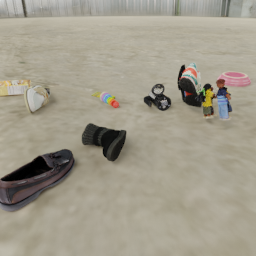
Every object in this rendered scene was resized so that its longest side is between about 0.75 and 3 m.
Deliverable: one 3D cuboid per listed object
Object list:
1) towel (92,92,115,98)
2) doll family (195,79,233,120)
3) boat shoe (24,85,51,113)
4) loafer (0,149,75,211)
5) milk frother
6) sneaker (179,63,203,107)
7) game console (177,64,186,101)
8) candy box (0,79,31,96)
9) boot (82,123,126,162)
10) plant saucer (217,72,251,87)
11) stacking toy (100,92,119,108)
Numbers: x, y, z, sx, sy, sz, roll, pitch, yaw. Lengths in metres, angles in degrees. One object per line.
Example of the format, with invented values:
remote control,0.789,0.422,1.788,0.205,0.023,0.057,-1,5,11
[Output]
towel,-0.923,-1.188,10.496,0.881,0.080,0.379,18,37,31
doll family,2.477,-0.815,7.907,0.738,1.086,1.880,-7,7,-18
boat shoe,-3.052,-1.083,9.530,0.660,0.722,1.931,-9,26,-5
loafer,-1.767,0.864,5.687,0.711,0.623,1.978,13,29,24
milk frother,0.989,-1.136,9.402,0.788,0.873,0.821,5,23,-24
sneaker,2.098,-1.327,8.798,0.611,1.737,0.812,15,71,30
game console,1.895,-1.466,9.612,0.161,1.334,0.787,5,57,21
candy box,-4.547,-1.566,10.865,1.435,0.397,0.829,-6,26,-10
boot,-0.671,0.331,6.841,1.050,0.528,1.404,11,17,7
plant saucer,4.599,-2.148,12.117,1.381,0.350,1.381,0,27,0
stacking toy,-0.599,-0.944,9.728,0.377,0.377,0.884,-18,38,-33
